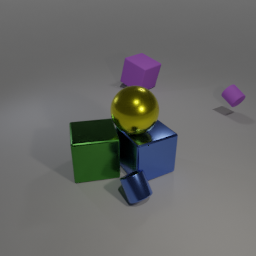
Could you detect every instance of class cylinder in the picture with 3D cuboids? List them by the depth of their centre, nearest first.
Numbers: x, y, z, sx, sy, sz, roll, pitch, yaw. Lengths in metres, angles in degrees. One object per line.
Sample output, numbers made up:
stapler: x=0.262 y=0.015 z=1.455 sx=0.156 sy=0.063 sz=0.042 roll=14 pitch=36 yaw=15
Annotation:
cylinder: x=0.224 y=1.580 z=7.622 sx=0.700 sy=0.700 sz=0.700 roll=-23 pitch=-2 yaw=-1
cylinder: x=4.467 y=-1.363 z=11.878 sx=0.700 sy=0.700 sz=0.700 roll=-19 pitch=61 yaw=-29

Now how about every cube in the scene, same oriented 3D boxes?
cube: x=-1.051 y=0.672 z=8.766 sx=1.400 sy=1.400 sz=1.400 roll=-6 pitch=30 yaw=-11
cube: x=0.550 y=0.646 z=8.819 sx=1.400 sy=1.400 sz=1.400 roll=-15 pitch=33 yaw=-25
cube: x=0.659 y=-2.910 z=14.727 sx=1.400 sy=1.400 sz=1.400 roll=36 pitch=43 yaw=25

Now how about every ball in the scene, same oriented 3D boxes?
ball: x=0.193 y=-0.507 z=8.007 sx=1.400 sy=1.400 sz=1.400 roll=0 pitch=30 yaw=0
